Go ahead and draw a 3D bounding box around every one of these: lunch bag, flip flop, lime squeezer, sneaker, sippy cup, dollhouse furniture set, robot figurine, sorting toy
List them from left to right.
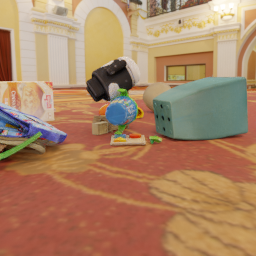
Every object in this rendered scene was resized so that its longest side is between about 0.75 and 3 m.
[{"bbox_3d":[-3.281,0.551,6.174,2.646,0.934,0.499,0,-9,-24],"label":"lime squeezer"},{"bbox_3d":[-3.113,0.552,6.893,2.120,0.610,0.860,6,-17,1],"label":"flip flop"},{"bbox_3d":[-3.158,0.022,7.961,2.632,1.238,1.982,15,-6,14],"label":"lunch bag"},{"bbox_3d":[-0.924,-0.717,11.026,1.041,1.656,1.872,7,12,37],"label":"dollhouse furniture set"},{"bbox_3d":[-0.503,-1.690,9.681,1.915,1.195,1.439,-32,27,-16],"label":"robot figurine"},{"bbox_3d":[-0.262,-0.517,9.093,1.042,1.327,0.973,-28,3,18],"label":"sippy cup"},{"bbox_3d":[-0.322,-0.855,14.222,2.324,0.848,0.896,-5,17,-14],"label":"sneaker"},{"bbox_3d":[0.260,0.338,9.111,1.623,0.239,1.200,-1,10,-1],"label":"sorting toy"}]

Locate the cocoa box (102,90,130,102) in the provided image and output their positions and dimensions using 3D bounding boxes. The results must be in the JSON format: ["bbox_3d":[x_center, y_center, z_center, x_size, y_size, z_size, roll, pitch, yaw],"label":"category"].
[{"bbox_3d":[-0.687,-1.834,14.243,1.374,0.916,0.901,16,26,10],"label":"cocoa box"}]

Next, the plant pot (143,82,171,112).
[{"bbox_3d":[1.895,-1.587,16.494,1.834,1.834,1.231,-2,40,-13],"label":"plant pot"}]

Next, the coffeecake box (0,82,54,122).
[{"bbox_3d":[-4.807,-1.210,13.069,2.475,1.900,0.904,-7,12,-35],"label":"coffeecake box"}]

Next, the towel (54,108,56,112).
[{"bbox_3d":[-5.319,-0.919,16.042,1.830,0.295,1.748,1,11,8],"label":"towel"}]

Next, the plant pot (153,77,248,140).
[{"bbox_3d":[2.449,-0.646,10.023,2.829,1.999,1.998,-12,14,-22],"label":"plant pot"}]
